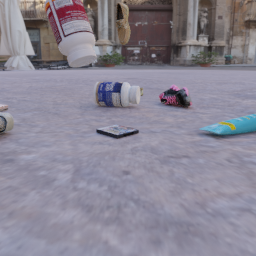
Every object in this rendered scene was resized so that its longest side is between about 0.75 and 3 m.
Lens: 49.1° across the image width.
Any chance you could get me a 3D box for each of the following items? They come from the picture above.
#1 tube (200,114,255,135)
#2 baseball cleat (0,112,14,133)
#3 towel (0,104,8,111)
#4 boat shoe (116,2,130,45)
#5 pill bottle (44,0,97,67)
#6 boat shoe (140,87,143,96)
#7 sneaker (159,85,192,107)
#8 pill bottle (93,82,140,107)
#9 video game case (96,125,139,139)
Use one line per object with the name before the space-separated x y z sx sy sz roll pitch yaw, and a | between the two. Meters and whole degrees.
tube | 2.615 -0.049 6.666 1.745 0.440 0.676 -10 6 -20
baseball cleat | -3.017 -0.087 5.976 1.148 0.752 2.156 -7 16 -26
towel | -4.837 -0.625 9.314 1.156 0.195 1.211 6 15 19
boat shoe | -0.136 -1.996 5.374 0.272 0.763 0.246 -1 4 34
pill bottle | -2.089 -3.649 10.517 1.421 2.516 1.421 -19 -3 -1
boat shoe | 0.142 -1.725 13.355 1.216 0.383 0.444 -3 14 -14
sneaker | 1.724 -1.104 10.547 0.927 0.767 1.943 -22 16 -7
pill bottle | -0.396 -1.245 10.325 1.610 0.893 0.893 4 14 15
video game case | -0.252 0.074 6.674 0.693 0.098 0.766 -13 19 -43
